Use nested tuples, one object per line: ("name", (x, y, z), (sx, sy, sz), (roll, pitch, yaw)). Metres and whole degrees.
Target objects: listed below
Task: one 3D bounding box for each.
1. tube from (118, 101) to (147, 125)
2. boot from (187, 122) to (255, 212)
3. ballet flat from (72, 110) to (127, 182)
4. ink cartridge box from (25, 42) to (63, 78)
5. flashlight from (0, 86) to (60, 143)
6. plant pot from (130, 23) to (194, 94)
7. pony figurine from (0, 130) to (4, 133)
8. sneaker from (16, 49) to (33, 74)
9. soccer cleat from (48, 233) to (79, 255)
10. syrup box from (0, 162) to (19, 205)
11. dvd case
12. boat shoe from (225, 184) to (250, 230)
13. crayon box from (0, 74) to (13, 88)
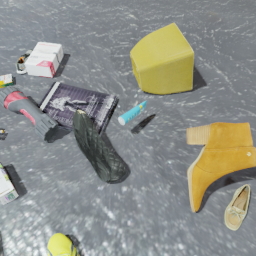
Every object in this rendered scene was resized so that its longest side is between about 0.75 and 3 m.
("tube", (0.200, -0.535, 9.857), (0.320, 0.492, 1.269), (44, 56, 15))
("boot", (2.686, 1.169, 8.072), (1.907, 0.937, 2.664), (-1, 96, 9))
("ballet flat", (-1.097, 0.578, 9.545), (0.841, 0.984, 2.961), (-12, 58, -39))
("ink cartridge box", (-3.656, -3.025, 12.365), (1.131, 0.659, 1.562), (8, 53, 6))
("flashlight", (-3.687, -0.503, 10.365), (2.687, 0.910, 0.913), (41, 67, 21))
("plant pot", (1.259, -2.564, 11.284), (2.083, 2.036, 2.023), (-18, 54, -2))
("pony figurine", (-5.067, 0.165, 9.982), (0.935, 0.778, 0.902), (0, 20, 5))
("sneaker", (-4.532, -3.049, 12.447), (0.541, 0.580, 1.463), (6, 51, 7))
("soccer cleat", (-1.545, 3.759, 6.908), (0.808, 1.046, 2.500), (-13, 54, -10))
("syrup box", (-4.019, 1.682, 8.830), (0.548, 0.530, 1.347), (-31, 59, -22))
("dvd case", (-2.059, -0.766, 10.905), (2.800, 0.224, 2.082), (14, 55, 10))
("boat shoe", (3.290, 2.332, 8.377), (0.536, 0.459, 1.463), (22, 56, 16))
("crayon box", (-5.314, -1.959, 11.829), (0.849, 0.219, 0.533), (-13, 53, -11))
